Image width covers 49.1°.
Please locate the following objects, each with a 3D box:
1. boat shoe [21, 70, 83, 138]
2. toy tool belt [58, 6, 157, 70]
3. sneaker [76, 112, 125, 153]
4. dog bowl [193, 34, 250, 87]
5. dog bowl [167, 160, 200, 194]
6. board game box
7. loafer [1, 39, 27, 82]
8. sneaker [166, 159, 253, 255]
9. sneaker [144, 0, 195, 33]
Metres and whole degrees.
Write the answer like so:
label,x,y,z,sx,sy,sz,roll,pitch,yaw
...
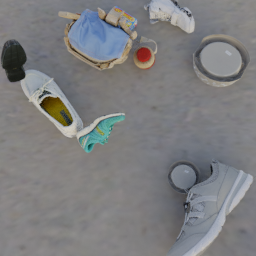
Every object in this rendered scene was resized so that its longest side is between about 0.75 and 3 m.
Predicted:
label,x,y,z,sx,sy,sz,roll,pitch,yaw
boat shoe,-2.248,-0.830,7.723,0.934,1.078,2.528,-37,75,-8
toy tool belt,-0.542,-2.537,8.046,2.740,1.684,1.711,22,89,8
sneaker,-0.641,0.095,7.233,1.558,0.604,0.621,-35,73,28
dog bowl,2.794,-2.021,8.564,1.713,0.502,1.713,0,69,0
dog bowl,1.462,1.307,7.411,0.893,0.262,0.893,0,69,-1
board game box,-0.333,-3.442,9.238,0.924,0.258,0.905,37,74,13
loafer,-2.967,-1.780,7.103,0.618,1.697,0.614,-21,82,-27
sneaker,1.773,2.039,6.847,1.214,1.106,2.961,34,63,24
sneaker,1.316,-3.619,9.104,1.046,0.684,1.820,-26,66,-9
